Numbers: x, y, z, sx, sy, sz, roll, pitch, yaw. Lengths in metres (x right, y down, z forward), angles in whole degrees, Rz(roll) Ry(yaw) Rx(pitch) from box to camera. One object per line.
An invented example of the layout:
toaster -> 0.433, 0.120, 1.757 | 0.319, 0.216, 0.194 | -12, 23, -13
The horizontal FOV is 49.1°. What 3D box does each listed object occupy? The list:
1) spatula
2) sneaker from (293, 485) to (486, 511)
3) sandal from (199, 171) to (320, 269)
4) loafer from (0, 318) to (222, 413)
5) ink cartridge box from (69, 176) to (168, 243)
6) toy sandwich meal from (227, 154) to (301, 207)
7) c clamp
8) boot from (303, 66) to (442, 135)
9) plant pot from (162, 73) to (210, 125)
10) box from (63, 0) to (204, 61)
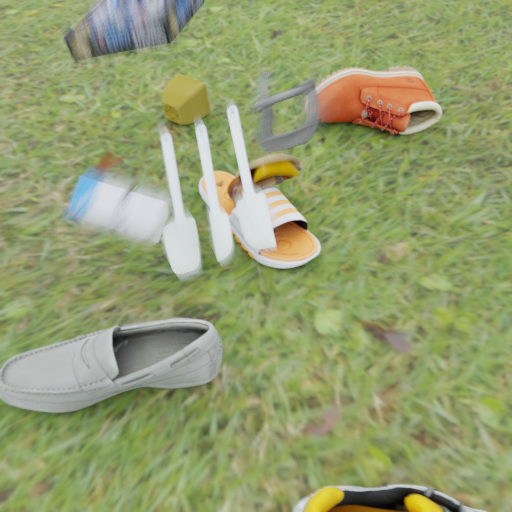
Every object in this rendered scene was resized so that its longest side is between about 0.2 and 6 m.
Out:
spatula -> -0.804, -1.139, 9.381 | 1.837, 0.212, 2.642 | -18, 73, 17
sneaker -> 1.998, 3.216, 5.813 | 3.464, 1.423, 1.348 | 5, 48, 4
sandal -> -0.089, -0.874, 9.976 | 1.126, 0.842, 2.938 | -32, 55, -27
loafer -> -2.009, 1.398, 7.723 | 3.079, 1.075, 1.077 | -10, 48, -9
ink cartridge box -> -1.955, -0.650, 8.133 | 1.233, 0.892, 0.519 | 17, 82, -4
toy sandwich meal -> 0.171, -1.304, 9.880 | 1.404, 1.404, 0.481 | -15, 76, -14
c clamp -> 0.485, -2.550, 9.606 | 0.241, 1.517, 1.776 | 9, 1, -36
boot -> 2.534, -3.227, 12.060 | 2.931, 1.100, 1.571 | -12, 54, -12
plant pot -> -1.618, -3.366, 12.371 | 0.803, 0.808, 0.827 | 27, 61, 23
box -> -2.176, -4.339, 10.210 | 2.005, 0.502, 2.020 | -4, 42, 19
